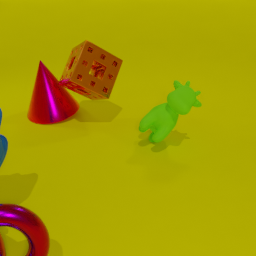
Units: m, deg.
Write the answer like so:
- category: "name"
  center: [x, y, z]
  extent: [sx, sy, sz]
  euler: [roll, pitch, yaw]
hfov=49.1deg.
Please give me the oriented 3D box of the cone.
- category: "cone"
  center: [-2.242, -1.149, 7.785]
  extent: [1.520, 1.526, 1.520]
  euler: [-4, 33, 3]

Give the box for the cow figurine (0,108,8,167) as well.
- category: "cow figurine"
  center: [-2.174, 0.607, 3.874]
  extent: [0.859, 1.565, 1.540]
  euler: [8, 49, -13]

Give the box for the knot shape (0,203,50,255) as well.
- category: "knot shape"
  center: [-1.779, 1.448, 3.053]
  extent: [1.455, 0.718, 1.555]
  euler: [26, 68, 11]

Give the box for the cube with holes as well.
- category: "cube with holes"
  center: [-0.984, -1.430, 7.239]
  extent: [1.067, 1.067, 1.067]
  euler: [24, -8, -28]

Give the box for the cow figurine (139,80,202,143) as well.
- category: "cow figurine"
  center: [0.908, -0.346, 6.243]
  extent: [1.425, 0.795, 1.448]
  euler: [-46, -2, -4]
